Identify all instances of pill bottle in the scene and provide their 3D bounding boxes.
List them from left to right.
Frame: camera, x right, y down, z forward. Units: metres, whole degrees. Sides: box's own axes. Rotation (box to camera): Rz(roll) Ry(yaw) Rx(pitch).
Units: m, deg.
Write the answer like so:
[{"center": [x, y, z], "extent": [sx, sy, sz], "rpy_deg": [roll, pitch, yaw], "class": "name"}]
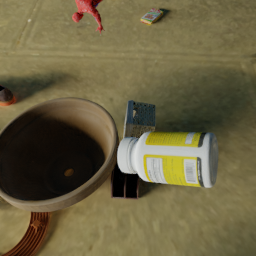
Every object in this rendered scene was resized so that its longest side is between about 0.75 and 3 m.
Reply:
[{"center": [0.516, 0.387, 3.707], "extent": [1.235, 0.687, 0.687], "rpy_deg": [1, 52, 26], "class": "pill bottle"}]

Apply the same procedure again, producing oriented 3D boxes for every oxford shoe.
[{"center": [-4.375, -1.223, 8.577], "extent": [1.822, 0.661, 0.648], "rpy_deg": [12, 55, 8], "class": "oxford shoe"}]

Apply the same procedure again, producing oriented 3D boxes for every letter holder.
[{"center": [-0.038, 0.925, 6.850], "extent": [0.675, 0.954, 1.342], "rpy_deg": [3, 54, 2], "class": "letter holder"}]

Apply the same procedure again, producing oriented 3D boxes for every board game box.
[{"center": [0.938, -4.476, 11.259], "extent": [0.487, 0.153, 1.019], "rpy_deg": [29, 62, 20], "class": "board game box"}]

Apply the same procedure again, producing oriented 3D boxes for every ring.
[{"center": [-3.107, 2.112, 6.430], "extent": [2.573, 0.247, 2.573], "rpy_deg": [0, 53, 0], "class": "ring"}]

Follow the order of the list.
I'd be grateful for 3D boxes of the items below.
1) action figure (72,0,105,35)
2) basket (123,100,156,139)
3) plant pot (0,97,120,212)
[{"center": [-0.631, -3.686, 7.953], "extent": [0.772, 1.170, 2.364], "rpy_deg": [41, 82, 16], "class": "action figure"}, {"center": [0.286, -0.038, 7.408], "extent": [0.752, 1.219, 0.826], "rpy_deg": [6, 54, -2], "class": "basket"}, {"center": [-1.585, 0.739, 6.626], "extent": [2.913, 1.344, 2.913], "rpy_deg": [-4, 50, 5], "class": "plant pot"}]
